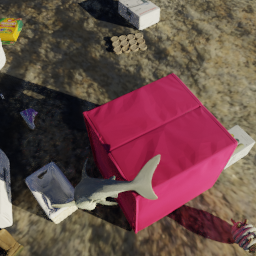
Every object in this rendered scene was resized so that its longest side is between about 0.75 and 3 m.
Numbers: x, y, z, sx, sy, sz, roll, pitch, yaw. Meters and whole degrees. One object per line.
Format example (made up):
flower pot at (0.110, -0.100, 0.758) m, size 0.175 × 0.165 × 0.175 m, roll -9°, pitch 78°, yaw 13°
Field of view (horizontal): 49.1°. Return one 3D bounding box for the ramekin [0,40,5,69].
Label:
ramekin at (-6.329, -3.115, 12.000) m, size 2.041 × 0.995 × 2.041 m, roll 0°, pitch 55°, yaw 0°

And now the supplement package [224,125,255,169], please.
supplement package at (3.459, 0.643, 9.449) m, size 1.117 × 0.841 × 0.847 m, roll -28°, pitch 59°, yaw -18°

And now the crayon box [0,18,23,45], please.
crayon box at (-5.771, -4.656, 13.451) m, size 1.006 × 0.402 × 1.585 m, roll 2°, pitch 55°, yaw 1°

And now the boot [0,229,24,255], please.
boot at (-3.484, 3.393, 7.878) m, size 0.859 × 0.284 × 0.752 m, roll 29°, pitch 47°, yaw 17°

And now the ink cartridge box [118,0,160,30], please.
ink cartridge box at (0.551, -5.887, 14.097) m, size 1.308 × 0.767 × 1.786 m, roll -31°, pitch 59°, yaw -20°

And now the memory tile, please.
memory tile at (0.027, -3.960, 13.127) m, size 1.567 × 0.132 × 1.201 m, roll -10°, pitch 56°, yaw -7°

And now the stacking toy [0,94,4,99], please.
stacking toy at (-5.428, -1.343, 11.251) m, size 0.611 × 0.191 × 0.811 m, roll -29°, pitch 59°, yaw -19°

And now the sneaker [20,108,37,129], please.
sneaker at (-3.603, -0.398, 10.497) m, size 0.551 × 0.350 × 0.966 m, roll -29°, pitch 60°, yaw -23°

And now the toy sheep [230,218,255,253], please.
toy sheep at (3.290, 2.995, 7.874) m, size 0.766 × 0.766 × 1.111 m, roll -17°, pitch 44°, yaw -12°

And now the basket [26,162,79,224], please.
basket at (-2.223, 1.975, 8.464) m, size 1.019 × 0.927 × 1.503 m, roll -34°, pitch 62°, yaw -22°

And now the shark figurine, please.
shark figurine at (-0.691, 1.240, 6.617) m, size 1.704 × 2.852 × 1.190 m, roll 13°, pitch 61°, yaw -38°

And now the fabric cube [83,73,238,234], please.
fabric cube at (0.741, 0.735, 8.175) m, size 2.914 × 2.868 × 2.924 m, roll -26°, pitch 59°, yaw -15°

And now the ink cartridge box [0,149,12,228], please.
ink cartridge box at (-4.521, 1.921, 8.478) m, size 1.670 × 0.972 × 2.292 m, roll -13°, pitch 54°, yaw -9°
